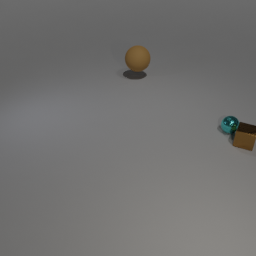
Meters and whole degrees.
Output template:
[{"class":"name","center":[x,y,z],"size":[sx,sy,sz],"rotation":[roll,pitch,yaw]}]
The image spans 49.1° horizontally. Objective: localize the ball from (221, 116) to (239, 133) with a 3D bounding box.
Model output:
[{"class":"ball","center":[4.017,-0.134,11.002],"size":[0.700,0.700,0.700],"rotation":[0,32,0]}]

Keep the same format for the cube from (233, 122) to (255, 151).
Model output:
[{"class":"cube","center":[4.344,0.302,10.328],"size":[0.700,0.700,0.700],"rotation":[17,37,23]}]

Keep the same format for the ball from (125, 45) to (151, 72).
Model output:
[{"class":"ball","center":[0.531,-3.794,15.331],"size":[1.400,1.400,1.400],"rotation":[0,32,0]}]
